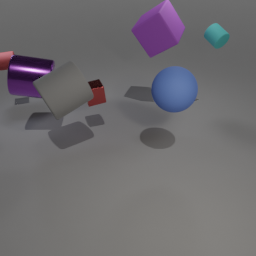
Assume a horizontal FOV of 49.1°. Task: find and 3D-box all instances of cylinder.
[{"bbox_3d":[3.449,-3.578,10.903,0.700,0.700,0.700,-19,61,-28],"label":"cylinder"},{"bbox_3d":[-3.373,-1.790,9.904,1.400,1.400,1.400,6,29,-11],"label":"cylinder"},{"bbox_3d":[-5.064,-2.799,11.680,0.700,0.700,0.700,-13,33,-14],"label":"cylinder"},{"bbox_3d":[-2.051,-1.197,8.945,1.400,1.400,1.400,-33,39,-11],"label":"cylinder"}]

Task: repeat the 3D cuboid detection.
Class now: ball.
[{"bbox_3d":[1.416,-1.173,8.565,1.400,1.400,1.400,0,31,0],"label":"ball"}]

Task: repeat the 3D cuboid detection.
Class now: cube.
[{"bbox_3d":[-1.286,-1.341,10.666,0.700,0.700,0.700,-16,37,-11],"label":"cube"},{"bbox_3d":[1.244,-3.984,11.281,1.400,1.400,1.400,-18,32,39],"label":"cube"}]
